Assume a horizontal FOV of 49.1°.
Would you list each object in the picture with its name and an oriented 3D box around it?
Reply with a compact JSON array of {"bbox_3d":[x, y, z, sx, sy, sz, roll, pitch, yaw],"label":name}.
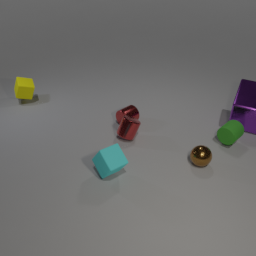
[{"bbox_3d":[0.023,-0.015,10.361,0.700,0.700,0.700,21,17,-7],"label":"cylinder"},{"bbox_3d":[3.668,0.157,10.022,0.700,0.700,0.700,-30,44,-35],"label":"cylinder"},{"bbox_3d":[-0.017,-0.497,11.306,0.700,0.700,0.700,-29,43,-36],"label":"cylinder"},{"bbox_3d":[-4.666,-1.787,12.604,0.700,0.700,0.700,2,42,-33],"label":"cube"},{"bbox_3d":[2.381,0.907,9.126,0.700,0.700,0.700,0,33,0],"label":"ball"},{"bbox_3d":[-0.549,1.002,8.518,0.700,0.700,0.700,-21,73,-36],"label":"cube"},{"bbox_3d":[4.770,-0.783,10.666,1.400,1.400,1.400,17,59,21],"label":"cube"}]
